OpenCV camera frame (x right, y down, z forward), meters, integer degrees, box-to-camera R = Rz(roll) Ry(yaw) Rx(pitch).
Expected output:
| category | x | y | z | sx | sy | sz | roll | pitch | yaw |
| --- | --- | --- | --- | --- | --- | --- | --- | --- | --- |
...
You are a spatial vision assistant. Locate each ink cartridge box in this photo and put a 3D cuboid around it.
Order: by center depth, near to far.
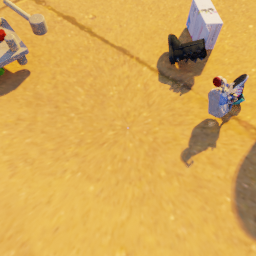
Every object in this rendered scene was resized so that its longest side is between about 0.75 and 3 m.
| category | x | y | z | sx | sy | sz | roll | pitch | yaw |
| --- | --- | --- | --- | --- | --- | --- | --- | --- | --- |
| ink cartridge box | 2.478 | -3.246 | 9.037 | 0.596 | 1.011 | 1.756 | -5 | 56 | -7 |

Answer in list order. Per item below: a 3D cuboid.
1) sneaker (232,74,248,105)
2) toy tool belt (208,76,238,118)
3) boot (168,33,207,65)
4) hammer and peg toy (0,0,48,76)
| category | x | y | z | sx | sy | sz | roll | pitch | yaw |
| --- | --- | --- | --- | --- | --- | --- | --- | --- | --- |
| sneaker | 3.055 | -0.987 | 7.648 | 0.547 | 0.906 | 0.379 | 33 | 15 | -22 |
| toy tool belt | 2.431 | -0.841 | 7.118 | 0.690 | 1.123 | 0.701 | -20 | 34 | -25 |
| boot | 1.788 | -2.494 | 8.523 | 1.090 | 0.492 | 1.330 | -11 | 52 | 19 |
| hammer and peg toy | -3.920 | -2.611 | 8.461 | 2.901 | 1.023 | 2.134 | -34 | 60 | -15 |
